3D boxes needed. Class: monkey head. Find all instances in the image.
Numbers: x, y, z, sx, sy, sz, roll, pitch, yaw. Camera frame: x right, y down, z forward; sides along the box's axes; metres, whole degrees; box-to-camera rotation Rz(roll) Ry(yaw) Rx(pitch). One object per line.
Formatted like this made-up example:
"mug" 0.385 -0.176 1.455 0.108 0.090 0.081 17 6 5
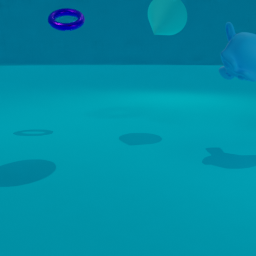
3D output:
"monkey head" 2.548 -1.545 6.222 1.574 0.948 1.132 39 -3 -2

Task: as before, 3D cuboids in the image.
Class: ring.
"ring" -1.839 -3.250 8.373 1.096 0.219 1.096 2 50 -2

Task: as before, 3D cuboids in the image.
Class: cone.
"cone" 0.884 -2.765 7.480 1.140 1.140 1.144 7 45 25
